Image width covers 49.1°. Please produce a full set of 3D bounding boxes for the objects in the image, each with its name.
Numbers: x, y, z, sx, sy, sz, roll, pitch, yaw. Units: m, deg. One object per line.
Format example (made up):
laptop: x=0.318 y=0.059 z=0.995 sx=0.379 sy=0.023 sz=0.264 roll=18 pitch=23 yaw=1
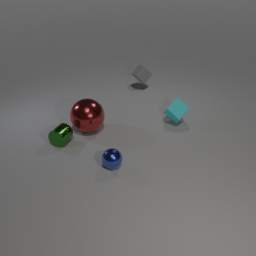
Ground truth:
cube: x=0.756 y=-2.944 z=15.267 sx=0.700 sy=0.700 sz=0.700 roll=-50 pitch=29 yaw=4
ball: x=-1.651 y=-0.504 z=11.402 sx=1.400 sy=1.400 sz=1.400 roll=0 pitch=30 yaw=0
cylinder: x=-2.584 y=0.268 z=10.780 sx=0.700 sy=0.700 sz=0.700 roll=11 pitch=32 yaw=18
ball: x=-0.536 y=1.032 z=9.465 sx=0.700 sy=0.700 sz=0.700 roll=0 pitch=30 yaw=0
cube: x=2.081 y=-0.744 z=11.979 sx=0.700 sy=0.700 sz=0.700 roll=43 pitch=79 yaw=6
